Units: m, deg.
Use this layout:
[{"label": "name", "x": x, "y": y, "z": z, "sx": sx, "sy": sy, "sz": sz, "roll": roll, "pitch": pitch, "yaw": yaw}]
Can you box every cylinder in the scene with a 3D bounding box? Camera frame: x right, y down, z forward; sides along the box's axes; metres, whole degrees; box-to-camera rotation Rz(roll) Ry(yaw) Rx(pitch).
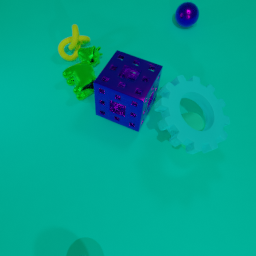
[{"label": "cylinder", "x": 1.717, "y": 0.115, "z": 7.615, "sx": 0.811, "sy": 0.811, "sz": 0.811, "roll": -13, "pitch": 55, "yaw": 20}]

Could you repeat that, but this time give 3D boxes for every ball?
[{"label": "ball", "x": 2.060, "y": -3.952, "z": 9.771, "sx": 0.836, "sy": 0.836, "sz": 0.836, "roll": 0, "pitch": 64, "yaw": 0}]

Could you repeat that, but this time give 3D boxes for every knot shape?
[{"label": "knot shape", "x": -1.711, "y": -2.793, "z": 8.986, "sx": 0.532, "sy": 1.078, "sz": 1.152, "roll": 38, "pitch": 61, "yaw": 8}]

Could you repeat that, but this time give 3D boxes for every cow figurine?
[{"label": "cow figurine", "x": -1.244, "y": -1.769, "z": 8.691, "sx": 1.507, "sy": 0.841, "sz": 1.532, "roll": -33, "pitch": 68, "yaw": -8}]

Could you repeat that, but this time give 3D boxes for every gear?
[{"label": "gear", "x": 1.604, "y": -0.348, "z": 6.892, "sx": 1.948, "sy": 0.360, "sz": 1.948, "roll": 9, "pitch": 67, "yaw": -22}]

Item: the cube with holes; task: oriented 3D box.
[{"label": "cube with holes", "x": -0.003, "y": -1.033, "z": 7.894, "sx": 1.387, "sy": 1.387, "sz": 1.387, "roll": 22, "pitch": 57, "yaw": 11}]
